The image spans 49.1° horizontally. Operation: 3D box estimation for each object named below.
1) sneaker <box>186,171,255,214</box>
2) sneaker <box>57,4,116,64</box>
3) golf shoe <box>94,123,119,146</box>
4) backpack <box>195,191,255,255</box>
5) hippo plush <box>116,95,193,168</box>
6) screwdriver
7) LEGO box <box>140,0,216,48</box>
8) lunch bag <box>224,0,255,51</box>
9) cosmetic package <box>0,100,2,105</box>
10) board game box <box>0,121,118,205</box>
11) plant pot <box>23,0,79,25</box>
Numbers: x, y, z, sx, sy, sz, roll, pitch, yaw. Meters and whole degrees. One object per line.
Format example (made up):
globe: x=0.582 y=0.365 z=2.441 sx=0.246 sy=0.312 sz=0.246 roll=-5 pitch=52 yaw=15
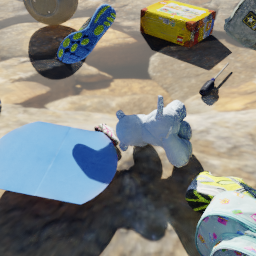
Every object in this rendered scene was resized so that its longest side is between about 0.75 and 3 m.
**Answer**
sneaker: x=2.354 y=1.410 z=5.522 sx=2.287 sy=0.863 sz=0.874 roll=18 pitch=45 yaw=17
sneaker: x=-1.067 y=-2.438 z=7.509 sx=0.698 sy=0.816 sz=1.968 roll=43 pitch=81 yaw=-11
golf shoe: x=-0.492 y=0.137 z=7.365 sx=0.413 sy=0.326 sz=0.897 roll=-29 pitch=49 yaw=-29
backpack: x=1.923 y=1.905 z=4.473 sx=1.711 sy=1.504 sz=1.312 roll=28 pitch=44 yaw=34
hippo plush: x=0.539 y=0.216 z=6.624 sx=1.590 sy=1.575 sz=1.978 roll=-12 pitch=-3 yaw=26
screwdriver: x=2.965 y=-1.728 z=9.523 sx=0.342 sy=0.328 sz=2.354 roll=-8 pitch=28 yaw=42
LEGO box: x=2.137 y=-4.675 z=12.304 sx=2.651 sy=1.023 sz=1.974 roll=30 pitch=49 yaw=29
lunch bag: x=3.192 y=-2.478 z=6.321 sx=1.654 sy=1.356 sz=0.972 roll=14 pitch=59 yaw=-10
cosmetic package: x=-4.722 y=-0.551 z=7.250 sx=1.113 sy=1.548 sz=2.743 roll=12 pitch=40 yaw=13
board game box: x=-1.677 y=0.838 z=6.446 sx=2.864 sy=0.558 sz=2.263 roll=10 pitch=37 yaw=3
plant pot: x=-3.435 y=-5.539 z=12.060 sx=2.467 sy=2.467 sz=1.657 roll=-2 pitch=34 yaw=-3
